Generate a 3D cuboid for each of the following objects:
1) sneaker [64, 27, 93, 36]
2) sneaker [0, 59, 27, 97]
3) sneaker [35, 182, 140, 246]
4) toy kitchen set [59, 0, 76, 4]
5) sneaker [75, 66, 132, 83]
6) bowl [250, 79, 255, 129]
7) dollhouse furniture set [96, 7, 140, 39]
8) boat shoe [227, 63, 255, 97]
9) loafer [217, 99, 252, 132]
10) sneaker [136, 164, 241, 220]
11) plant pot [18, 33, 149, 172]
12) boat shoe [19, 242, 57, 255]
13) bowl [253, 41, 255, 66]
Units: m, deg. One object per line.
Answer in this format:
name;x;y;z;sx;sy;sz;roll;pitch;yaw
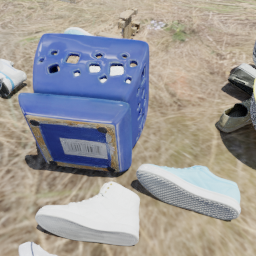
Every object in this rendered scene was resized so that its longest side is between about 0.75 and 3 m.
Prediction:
sneaker;-2.075;-3.650;11.858;2.179;0.805;0.893;25;47;27
sneaker;-4.901;-2.128;10.175;2.944;1.103;1.276;30;44;18
sneaker;-0.792;1.749;6.133;2.149;0.792;1.242;11;42;-2
toy kitchen set;-1.232;-3.989;6.873;1.181;1.447;1.306;3;42;-22
sneaker;-0.745;-1.261;9.112;2.823;1.040;1.631;-15;42;-17
bowl;4.405;-0.218;7.544;2.852;1.339;2.852;5;57;-7
dollhouse furniture set;-0.370;-4.518;12.427;1.123;1.314;2.536;16;45;14
boat shoe;4.431;-1.096;9.164;0.807;0.896;2.534;-44;61;-1
loafer;3.534;-0.492;8.381;1.833;0.626;0.693;-29;52;-11
sneaker;1.410;1.278;6.563;2.409;0.890;0.987;22;45;7
plant pot;-0.953;-0.479;7.113;2.785;2.785;2.504;6;51;6
boat shoe;-1.171;2.633;4.663;0.824;0.927;2.521;-18;22;-28
bowl;5.255;-2.062;9.415;2.867;1.345;2.867;28;18;-10
